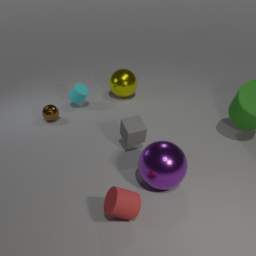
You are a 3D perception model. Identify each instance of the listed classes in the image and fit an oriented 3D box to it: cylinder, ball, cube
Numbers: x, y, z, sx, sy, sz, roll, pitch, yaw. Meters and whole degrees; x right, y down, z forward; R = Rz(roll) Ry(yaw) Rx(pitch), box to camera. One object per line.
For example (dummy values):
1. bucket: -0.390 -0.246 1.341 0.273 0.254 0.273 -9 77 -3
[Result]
1. cylinder: -0.140 1.879 7.011 0.700 0.700 0.700 22 21 -24
2. ball: -0.230 -2.197 13.767 1.400 1.400 1.400 0 30 0
3. ball: 0.993 1.055 8.026 1.400 1.400 1.400 0 30 0
4. ball: -3.233 -0.634 11.702 0.700 0.700 0.700 0 30 0
5. cylinder: -2.230 -1.553 12.685 0.700 0.700 0.700 23 44 -24
6. cylinder: 4.462 -0.798 9.993 1.400 1.400 1.400 -2 71 5
7. cube: 0.172 0.097 9.594 0.700 0.700 0.700 -13 50 -18
